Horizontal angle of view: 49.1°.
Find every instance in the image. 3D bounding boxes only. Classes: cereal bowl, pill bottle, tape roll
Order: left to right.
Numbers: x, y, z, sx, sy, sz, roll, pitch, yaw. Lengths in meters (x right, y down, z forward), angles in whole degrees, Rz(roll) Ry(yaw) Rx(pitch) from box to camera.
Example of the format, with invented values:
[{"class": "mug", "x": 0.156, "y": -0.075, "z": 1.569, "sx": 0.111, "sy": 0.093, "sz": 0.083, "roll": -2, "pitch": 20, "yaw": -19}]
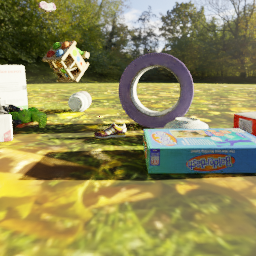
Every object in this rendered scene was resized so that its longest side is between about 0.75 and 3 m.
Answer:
[{"class": "pill bottle", "x": -2.564, "y": -1.376, "z": 14.741, "sx": 1.017, "sy": 1.017, "sz": 1.838, "roll": 0, "pitch": 11, "yaw": 1}, {"class": "tape roll", "x": 1.084, "y": -1.429, "z": 10.636, "sx": 2.738, "sy": 2.738, "sz": 1.164, "roll": 2, "pitch": 11, "yaw": 10}, {"class": "cereal bowl", "x": 1.850, "y": 0.032, "z": 8.803, "sx": 1.551, "sy": 0.646, "sz": 1.551, "roll": 1, "pitch": 12, "yaw": 0}]

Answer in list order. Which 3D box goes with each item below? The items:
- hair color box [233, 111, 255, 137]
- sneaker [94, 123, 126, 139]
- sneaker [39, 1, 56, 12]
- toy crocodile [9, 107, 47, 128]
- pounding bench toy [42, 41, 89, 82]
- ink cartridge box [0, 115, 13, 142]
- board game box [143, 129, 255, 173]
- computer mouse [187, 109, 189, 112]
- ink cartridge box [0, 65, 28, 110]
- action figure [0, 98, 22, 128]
[{"class": "hair color box", "x": 4.851, "y": -0.137, "z": 9.134, "sx": 2.457, "sy": 0.752, "sz": 1.247, "roll": -7, "pitch": 14, "yaw": -15}, {"class": "sneaker", "x": -0.588, "y": 0.068, "z": 9.018, "sx": 1.050, "sy": 0.473, "sz": 0.393, "roll": -3, "pitch": 12, "yaw": -15}, {"class": "sneaker", "x": -2.996, "y": -4.382, "z": 10.206, "sx": 0.338, "sy": 0.308, "sz": 0.765, "roll": -14, "pitch": 10, "yaw": 29}, {"class": "toy crocodile", "x": -4.289, "y": -0.378, "z": 10.889, "sx": 2.437, "sy": 0.752, "sz": 0.822, "roll": -2, "pitch": 12, "yaw": 12}, {"class": "pounding bench toy", "x": -1.966, "y": -2.419, "z": 9.344, "sx": 0.885, "sy": 1.111, "sz": 1.425, "roll": 5, "pitch": 54, "yaw": 30}, {"class": "ink cartridge box", "x": -4.093, "y": 0.022, "z": 8.451, "sx": 1.080, "sy": 0.787, "sz": 0.458, "roll": -4, "pitch": 12, "yaw": -19}, {"class": "board game box", "x": 1.723, "y": 0.477, "z": 6.677, "sx": 2.648, "sy": 0.596, "sz": 2.014, "roll": 0, "pitch": 12, "yaw": 1}, {"class": "computer mouse", "x": 2.919, "y": -1.150, "z": 15.431, "sx": 0.545, "sy": 0.317, "sz": 1.861, "roll": -2, "pitch": 11, "yaw": -6}, {"class": "ink cartridge box", "x": -5.610, "y": -1.649, "z": 12.724, "sx": 0.988, "sy": 2.351, "sz": 1.716, "roll": 11, "pitch": 16, "yaw": 42}, {"class": "action figure", "x": -4.557, "y": -0.468, "z": 9.475, "sx": 1.174, "sy": 1.367, "sz": 2.301, "roll": -8, "pitch": -5, "yaw": 4}]
